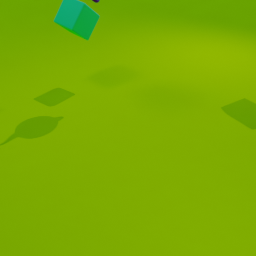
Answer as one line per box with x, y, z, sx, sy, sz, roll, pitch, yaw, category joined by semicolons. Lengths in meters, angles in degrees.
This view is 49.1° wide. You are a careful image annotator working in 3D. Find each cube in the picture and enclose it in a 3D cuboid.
-1.439;-3.087;7.914;0.783;0.783;0.783;32;9;26;cube

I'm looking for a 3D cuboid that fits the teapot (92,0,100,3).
-1.144;-3.372;6.214;0.981;1.578;0.773;3;75;37;teapot
